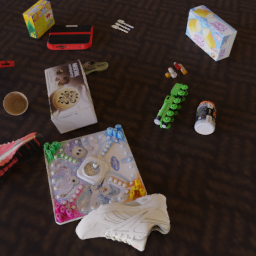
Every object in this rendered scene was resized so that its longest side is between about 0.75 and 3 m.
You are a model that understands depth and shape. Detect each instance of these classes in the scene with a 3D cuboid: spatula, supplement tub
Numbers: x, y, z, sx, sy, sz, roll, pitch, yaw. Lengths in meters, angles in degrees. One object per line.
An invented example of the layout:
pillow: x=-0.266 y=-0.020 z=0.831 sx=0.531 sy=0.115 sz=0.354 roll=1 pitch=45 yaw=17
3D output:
spatula: x=-0.243 y=-5.031 z=13.834 sx=0.958 sy=0.077 sz=0.666 roll=30 pitch=58 yaw=20
supplement tub: x=2.783 y=-0.385 z=10.020 sx=0.685 sy=0.685 sz=1.119 roll=11 pitch=55 yaw=8

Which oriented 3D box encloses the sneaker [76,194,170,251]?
sneaker: x=-0.047 y=2.691 z=7.574 sx=2.645 sy=1.031 sz=1.314 roll=-13 pitch=58 yaw=-9

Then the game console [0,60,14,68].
game console: x=-5.655 y=-2.419 z=10.905 sx=1.751 sy=0.307 sz=1.980 roll=0 pitch=14 yaw=15

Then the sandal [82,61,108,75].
sandal: x=-1.558 y=-2.639 z=11.851 sx=1.442 sy=0.412 sz=0.573 roll=-15 pitch=55 yaw=-11

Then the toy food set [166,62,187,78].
toy food set: x=1.968 y=-2.439 z=11.679 sx=0.958 sy=0.457 sz=0.431 roll=-17 pitch=54 yaw=-15

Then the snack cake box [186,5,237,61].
snack cake box: x=3.629 y=-4.238 z=12.472 sx=0.772 sy=1.322 sz=2.298 roll=-24 pitch=57 yaw=-17

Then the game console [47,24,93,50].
game console: x=-2.708 y=-4.311 z=13.205 sx=2.034 sy=0.316 sz=1.799 roll=-1 pitch=48 yaw=-2

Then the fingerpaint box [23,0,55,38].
fingerpaint box: x=-4.181 y=-5.161 z=13.242 sx=0.518 sy=1.179 sz=1.413 roll=21 pitch=57 yaw=15

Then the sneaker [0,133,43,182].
sneaker: x=-3.909 y=0.790 z=9.029 sx=1.043 sy=0.886 sz=2.404 roll=37 pitch=62 yaw=25

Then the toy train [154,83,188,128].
toy train: x=1.645 y=-0.879 z=10.552 sx=0.633 sy=0.468 sz=2.243 roll=17 pitch=55 yaw=24

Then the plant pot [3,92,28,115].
plant pot: x=-4.101 y=-0.873 z=10.381 sx=0.844 sy=0.567 sz=0.844 roll=0 pitch=87 yaw=-10

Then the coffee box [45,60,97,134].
coffee box: x=-2.124 y=-1.209 z=10.333 sx=1.407 sy=0.994 sz=2.489 roll=-17 pitch=55 yaw=-1

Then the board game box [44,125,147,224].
board game box: x=-1.144 y=1.303 z=8.973 sx=2.803 sy=0.363 sz=2.803 roll=-14 pitch=55 yaw=-10
